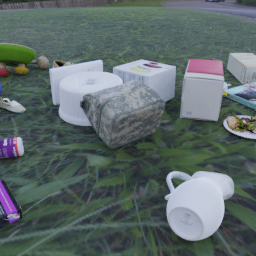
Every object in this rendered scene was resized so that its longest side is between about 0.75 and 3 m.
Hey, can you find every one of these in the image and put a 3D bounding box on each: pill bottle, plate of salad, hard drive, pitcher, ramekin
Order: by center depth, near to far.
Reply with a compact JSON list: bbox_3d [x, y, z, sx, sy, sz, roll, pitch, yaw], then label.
[{"bbox_3d":[1.293,1.455,5.837,1.477,1.044,1.722,11,21,29],"label":"pitcher"},{"bbox_3d":[-3.444,0.582,7.827,0.945,0.532,0.532,-9,30,-16],"label":"pill bottle"},{"bbox_3d":[4.008,-0.121,9.258,1.604,0.385,1.604,0,28,0],"label":"plate of salad"},{"bbox_3d":[-1.311,-1.185,10.306,2.535,1.236,2.535,0,29,0],"label":"ramekin"},{"bbox_3d":[-2.018,-1.856,11.294,2.185,1.442,0.277,-19,37,-30],"label":"hard drive"}]

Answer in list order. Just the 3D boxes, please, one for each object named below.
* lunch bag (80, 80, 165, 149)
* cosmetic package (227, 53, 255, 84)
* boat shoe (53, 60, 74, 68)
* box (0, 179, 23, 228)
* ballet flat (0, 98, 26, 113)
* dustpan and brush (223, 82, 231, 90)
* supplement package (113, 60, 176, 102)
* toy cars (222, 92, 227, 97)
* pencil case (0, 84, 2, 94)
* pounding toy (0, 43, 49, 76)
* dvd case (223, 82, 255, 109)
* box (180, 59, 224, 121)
[{"bbox_3d":[-0.169,-0.609,8.686,2.149,1.497,1.803,-21,53,-31],"label":"lunch bag"},{"bbox_3d":[5.971,-2.988,13.937,1.281,0.904,2.475,0,30,-1],"label":"cosmetic package"},{"bbox_3d":[-2.947,-2.848,13.797,2.330,0.773,0.862,20,35,32],"label":"boat shoe"},{"bbox_3d":[-3.277,1.806,5.837,1.758,0.317,1.257,-19,33,-32],"label":"box"},{"bbox_3d":[-4.449,-0.877,10.612,1.284,0.400,0.433,13,31,22],"label":"ballet flat"},{"bbox_3d":[4.343,-1.926,12.719,1.025,0.293,0.715,-22,43,-23],"label":"dustpan and brush"},{"bbox_3d":[0.664,-1.829,11.332,1.845,1.357,1.764,22,36,37],"label":"supplement package"},{"bbox_3d":[3.814,-1.517,11.831,0.385,0.190,0.859,-39,35,0],"label":"toy cars"},{"bbox_3d":[-5.571,-1.053,10.210,1.171,1.052,2.695,20,24,-15],"label":"pencil case"},{"bbox_3d":[-5.703,-3.243,14.385,2.238,1.346,2.900,0,-2,22],"label":"pounding toy"},{"bbox_3d":[5.527,-1.430,11.750,2.525,0.278,1.843,-15,32,-27],"label":"dvd case"},{"bbox_3d":[2.796,-1.507,10.524,1.336,1.568,2.452,7,30,13],"label":"box"}]
